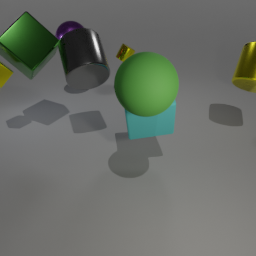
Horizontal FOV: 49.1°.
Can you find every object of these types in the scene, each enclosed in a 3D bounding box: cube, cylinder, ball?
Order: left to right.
[{"bbox_3d":[-4.376,-1.865,9.316,0.700,0.700,0.700,-52,40,0],"label":"cube"},{"bbox_3d":[-3.365,-2.725,9.504,1.400,1.400,1.400,-53,15,-16],"label":"cube"},{"bbox_3d":[-2.437,-3.905,12.148,1.400,1.400,1.400,0,32,0],"label":"ball"},{"bbox_3d":[-1.398,-2.163,8.906,1.400,1.400,1.400,-11,67,-17],"label":"cylinder"},{"bbox_3d":[-0.118,-3.493,13.163,0.700,0.700,0.700,29,18,-10],"label":"cylinder"},{"bbox_3d":[0.398,-0.943,6.117,1.400,1.400,1.400,0,32,0],"label":"ball"},{"bbox_3d":[0.588,-0.677,8.460,1.400,1.400,1.400,-8,52,0],"label":"cube"},{"bbox_3d":[4.617,-2.136,10.023,1.400,1.400,1.400,20,-3,1],"label":"cylinder"}]
